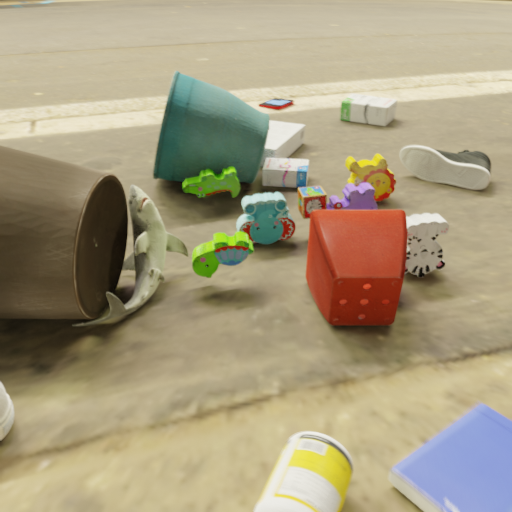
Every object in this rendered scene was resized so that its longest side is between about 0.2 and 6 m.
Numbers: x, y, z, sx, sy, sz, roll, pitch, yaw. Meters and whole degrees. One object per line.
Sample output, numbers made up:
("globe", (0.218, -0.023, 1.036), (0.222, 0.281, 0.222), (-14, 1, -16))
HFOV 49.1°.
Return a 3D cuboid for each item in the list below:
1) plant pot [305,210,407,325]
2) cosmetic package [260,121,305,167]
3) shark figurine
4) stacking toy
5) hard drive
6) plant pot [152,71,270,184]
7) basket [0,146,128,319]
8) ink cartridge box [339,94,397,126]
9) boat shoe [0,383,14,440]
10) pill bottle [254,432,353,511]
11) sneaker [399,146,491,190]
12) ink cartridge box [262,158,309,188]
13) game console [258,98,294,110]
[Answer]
("plant pot", (1.350, 0.232, 7.404), (1.274, 1.275, 1.124), (0, 41, 1))
("cosmetic package", (0.137, -2.624, 12.871), (1.431, 0.490, 1.898), (15, 34, 20))
("shark figurine", (-1.743, 0.216, 7.961), (0.885, 1.267, 2.120), (-12, 53, 32))
("stacking toy", (0.807, -0.650, 9.244), (3.958, 0.930, 2.985), (-5, 29, -5))
("hard drive", (2.093, 1.994, 5.230), (1.452, 0.184, 0.958), (-19, 33, -33))
("plant pot", (-0.839, -2.328, 11.051), (1.983, 2.110, 2.110), (12, 29, -9))
("basket", (-3.596, -0.361, 7.338), (3.376, 2.296, 3.044), (7, 51, 3))
("ink cartridge box", (3.008, -3.918, 15.022), (1.284, 0.539, 0.937), (16, 34, 25))
("boat shoe", (-3.784, 1.561, 5.323), (2.652, 0.909, 0.955), (-4, 31, -7))
("pill bottle", (0.365, 2.094, 4.676), (0.649, 0.649, 1.158), (12, 33, 20))
("sneaker", (3.944, -1.908, 11.560), (1.870, 0.661, 0.927), (22, 35, 24))
("ink cartridge box", (0.597, -1.694, 11.390), (0.909, 0.385, 0.657), (3, 31, 7))
("game console", (0.599, -4.453, 16.346), (0.772, 0.136, 0.873), (21, 36, 32))
